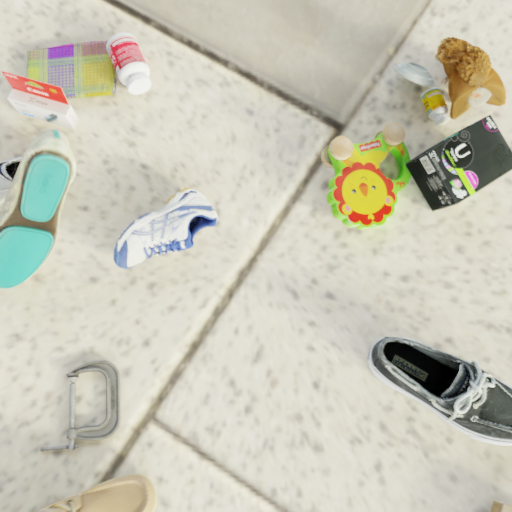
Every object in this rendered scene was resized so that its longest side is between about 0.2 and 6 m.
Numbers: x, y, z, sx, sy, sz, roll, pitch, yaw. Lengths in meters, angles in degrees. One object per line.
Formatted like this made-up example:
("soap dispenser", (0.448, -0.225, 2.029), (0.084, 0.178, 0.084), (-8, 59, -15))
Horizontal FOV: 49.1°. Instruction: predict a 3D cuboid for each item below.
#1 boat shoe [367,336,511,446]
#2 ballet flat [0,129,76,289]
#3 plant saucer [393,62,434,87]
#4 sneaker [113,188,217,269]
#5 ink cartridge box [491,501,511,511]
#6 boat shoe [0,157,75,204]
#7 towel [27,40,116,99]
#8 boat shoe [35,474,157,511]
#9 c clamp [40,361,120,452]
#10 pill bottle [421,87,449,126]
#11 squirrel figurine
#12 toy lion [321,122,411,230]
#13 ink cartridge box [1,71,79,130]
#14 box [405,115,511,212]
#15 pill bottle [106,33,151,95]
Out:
("boat shoe", (3.100, 1.999, 8.554), (2.797, 0.955, 1.033), (31, 75, 9))
("ballet flat", (-3.591, -0.720, 8.989), (0.993, 2.944, 0.918), (18, 33, -33))
("plant saucer", (2.966, -3.422, 10.416), (0.825, 0.207, 0.825), (15, 35, -11))
("sneaker", (-1.498, -0.350, 9.371), (1.892, 0.712, 0.834), (-41, 66, -12))
("ink cartridge box", (3.820, 4.267, 8.117), (0.900, 0.410, 1.093), (19, 72, 7))
("boat shoe", (-4.273, -1.381, 9.766), (2.095, 0.718, 0.754), (-6, 72, -2))
("towel", (-3.511, -3.516, 10.739), (1.702, 0.194, 1.222), (-7, 73, -2))
("boat shoe", (-2.700, 3.914, 7.763), (2.795, 0.902, 0.996), (-25, 61, -20))
("c clamp", (-2.738, 2.358, 8.846), (1.207, 0.191, 1.412), (1, 72, 0))
("pill bottle", (3.340, -2.760, 10.397), (0.369, 0.369, 0.654), (-15, 74, -5))
("squirrel figurine", (3.762, -3.409, 10.095), (0.997, 1.409, 1.315), (-18, 56, 14))
("toy lion", (1.991, -1.334, 9.816), (1.732, 0.595, 1.661), (-19, 86, -17))
("ink cartridge box", (-3.897, -2.767, 10.053), (1.165, 1.026, 0.260), (17, 73, 6))
("box", (3.520, -1.574, 9.629), (1.389, 0.864, 1.032), (-30, 92, -11))
("pill bottle", (-2.362, -3.588, 10.506), (0.597, 0.597, 1.063), (-22, 74, -7))
